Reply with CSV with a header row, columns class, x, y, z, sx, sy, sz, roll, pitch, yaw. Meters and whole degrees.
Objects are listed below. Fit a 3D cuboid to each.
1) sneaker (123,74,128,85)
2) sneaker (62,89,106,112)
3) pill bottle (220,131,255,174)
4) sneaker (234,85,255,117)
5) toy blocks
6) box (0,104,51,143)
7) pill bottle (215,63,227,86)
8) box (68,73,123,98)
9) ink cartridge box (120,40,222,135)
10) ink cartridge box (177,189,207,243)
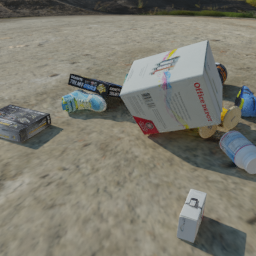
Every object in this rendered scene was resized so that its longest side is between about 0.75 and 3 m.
class,x,y,z,sx,sy,sz,roll,pitch,yaw
sneaker,-0.034,-2.712,15.797,0.472,0.485,1.218,-1,29,-1
sneaker,-2.065,-1.009,12.300,2.133,0.848,1.393,18,35,39
pill bottle,3.633,0.765,8.920,0.822,0.822,1.512,-5,29,-10
sneaker,5.436,-1.170,12.678,1.000,0.841,2.552,20,32,10
toy blocks,2.845,-0.741,11.584,2.255,0.982,2.705,-16,32,-27
box,-4.458,-0.230,11.083,2.186,0.528,1.731,12,30,21
pill bottle,4.516,-2.699,14.877,1.318,1.318,2.482,13,31,23
box,-1.141,-1.928,13.342,2.454,0.610,2.436,20,13,32
ink cartridge box,1.656,-1.345,9.940,2.932,2.130,2.121,-8,42,29
ink cartridge box,1.512,2.054,6.597,0.416,0.725,0.998,13,31,22
